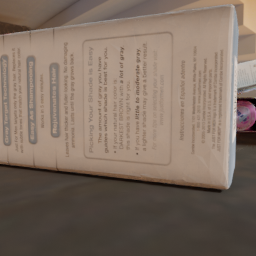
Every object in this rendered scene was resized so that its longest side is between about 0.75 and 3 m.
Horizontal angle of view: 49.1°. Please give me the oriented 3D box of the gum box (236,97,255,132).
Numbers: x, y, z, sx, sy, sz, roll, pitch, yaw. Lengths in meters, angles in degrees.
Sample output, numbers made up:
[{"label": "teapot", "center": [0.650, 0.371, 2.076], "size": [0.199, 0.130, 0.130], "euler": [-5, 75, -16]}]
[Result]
[{"label": "gum box", "center": [3.142, -0.302, 6.158], "size": [2.225, 0.736, 1.263], "euler": [0, 4, 10]}]

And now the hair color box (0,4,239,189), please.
[{"label": "hair color box", "center": [-0.326, -0.252, 2.666], "size": [2.527, 1.251, 0.766], "euler": [2, 5, 23]}]

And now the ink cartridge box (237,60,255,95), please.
[{"label": "ink cartridge box", "center": [1.689, -0.879, 6.485], "size": [2.660, 0.576, 2.612], "euler": [-11, 0, 0]}]
